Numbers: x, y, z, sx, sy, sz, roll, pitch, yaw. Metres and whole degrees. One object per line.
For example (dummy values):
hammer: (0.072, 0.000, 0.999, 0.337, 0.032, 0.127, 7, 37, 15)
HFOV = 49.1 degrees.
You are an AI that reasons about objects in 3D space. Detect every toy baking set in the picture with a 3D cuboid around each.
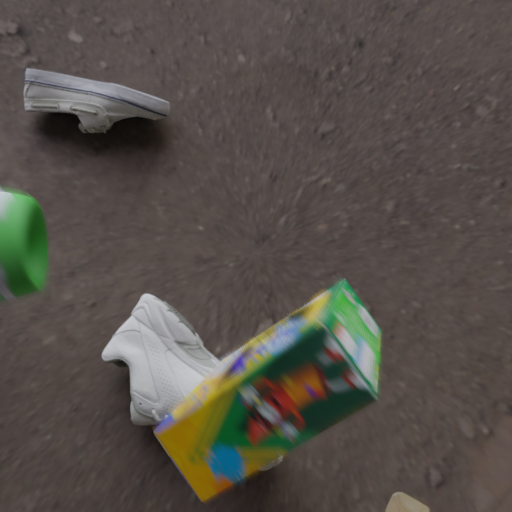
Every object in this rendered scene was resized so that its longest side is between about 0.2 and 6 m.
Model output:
toy baking set: (2.507, 4.460, 6.825, 2.219, 0.336, 2.891, 0, 73, 0)

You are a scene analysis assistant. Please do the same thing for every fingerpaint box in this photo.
fingerpaint box: (0.229, 1.033, 4.930, 1.605, 1.924, 0.706, -36, 88, 16)

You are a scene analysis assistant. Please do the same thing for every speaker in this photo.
speaker: (-2.453, -0.046, 3.842, 1.821, 0.805, 0.805, -2, 73, -7)

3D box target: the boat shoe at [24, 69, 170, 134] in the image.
boat shoe: (-2.526, -2.312, 8.794, 2.326, 0.825, 0.812, 11, 100, 0)

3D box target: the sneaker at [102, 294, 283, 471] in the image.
sneaker: (-0.894, 1.878, 7.367, 2.834, 1.104, 1.408, 41, 84, 21)
